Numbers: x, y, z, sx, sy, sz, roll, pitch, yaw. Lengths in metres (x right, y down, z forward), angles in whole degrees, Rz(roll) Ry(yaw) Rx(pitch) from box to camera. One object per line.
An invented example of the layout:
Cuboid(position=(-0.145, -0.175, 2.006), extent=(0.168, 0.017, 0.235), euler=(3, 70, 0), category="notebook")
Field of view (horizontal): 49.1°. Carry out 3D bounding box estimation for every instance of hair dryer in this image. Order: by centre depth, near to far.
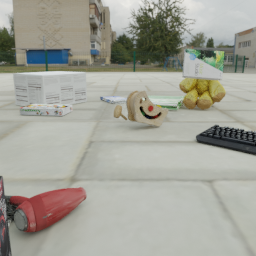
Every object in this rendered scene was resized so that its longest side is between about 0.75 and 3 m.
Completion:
Cuboid(position=(-1.393, 1.022, 3.909), extent=(1.637, 0.445, 1.247), euler=(-2, 13, -13), category="hair dryer")

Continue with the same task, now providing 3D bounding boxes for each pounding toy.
Cuboid(position=(0.341, -0.666, 8.938), extent=(1.720, 0.984, 0.987), euler=(11, 1, -32), category="pounding toy")

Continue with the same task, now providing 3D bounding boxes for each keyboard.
Cuboid(position=(3.313, 0.298, 7.063), extent=(2.759, 0.354, 1.657), euler=(14, 19, 41), category="keyboard")

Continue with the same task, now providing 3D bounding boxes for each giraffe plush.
Cuboid(position=(3.490, -1.752, 12.859), extent=(1.998, 2.315, 1.877), euler=(1, -16, 22), category="giraffe plush")

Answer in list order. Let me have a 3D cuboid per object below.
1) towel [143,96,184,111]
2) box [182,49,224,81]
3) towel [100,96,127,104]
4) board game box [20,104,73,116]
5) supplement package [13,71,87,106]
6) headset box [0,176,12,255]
Cuboid(position=(1.533, -1.271, 13.362), extent=(2.275, 0.349, 2.983), euler=(4, 15, 18), category="towel")
Cuboid(position=(2.652, -2.237, 9.887), extent=(1.390, 1.003, 0.253), euler=(4, -3, 0), category="box")
Cuboid(position=(-0.593, -1.500, 14.589), extent=(1.263, 0.205, 1.720), euler=(-7, 15, -27), category="towel")
Cuboid(position=(-3.260, -0.739, 11.270), extent=(1.761, 0.305, 1.112), euler=(2, 13, 8), category="board game box")
Cuboid(position=(-3.689, -1.918, 13.515), extent=(2.127, 1.514, 2.731), euler=(10, 16, 33), category="supplement package")
Cuboid(position=(-1.326, 1.015, 2.396), extent=(0.441, 1.175, 0.873), euler=(-3, 15, -13), category="headset box")
